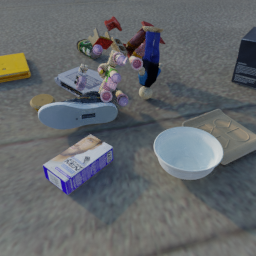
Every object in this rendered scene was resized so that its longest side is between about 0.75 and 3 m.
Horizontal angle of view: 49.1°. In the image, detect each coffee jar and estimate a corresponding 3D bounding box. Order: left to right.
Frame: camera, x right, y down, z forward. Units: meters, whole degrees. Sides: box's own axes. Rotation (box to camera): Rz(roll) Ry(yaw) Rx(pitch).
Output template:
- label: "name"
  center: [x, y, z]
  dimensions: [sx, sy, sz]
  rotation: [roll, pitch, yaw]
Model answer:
- label: "coffee jar"
  center: [-1.799, -3.637, 12.811]
  dimensions: [0.669, 0.548, 1.284]
  rotation: [-26, 45, -28]

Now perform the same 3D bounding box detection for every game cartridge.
- label: "game cartridge"
  center: [-5.082, -2.482, 11.535]
  dimensions: [1.838, 0.338, 2.085]
  rotation: [-14, 37, -17]
- label: "game cartridge"
  center: [-1.551, -1.676, 10.409]
  dimensions: [2.098, 0.429, 1.397]
  rotation: [31, 51, 33]

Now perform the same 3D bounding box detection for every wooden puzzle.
- label: "wooden puzzle"
  center: [2.612, 0.246, 7.926]
  dimensions: [1.588, 0.397, 1.714]
  rotation: [-20, 46, -23]

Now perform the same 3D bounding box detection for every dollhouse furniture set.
- label: "dollhouse furniture set"
  center: [0.009, -3.116, 10.021]
  dimensions: [2.448, 1.317, 0.995]
  rotation: [-6, 62, -48]

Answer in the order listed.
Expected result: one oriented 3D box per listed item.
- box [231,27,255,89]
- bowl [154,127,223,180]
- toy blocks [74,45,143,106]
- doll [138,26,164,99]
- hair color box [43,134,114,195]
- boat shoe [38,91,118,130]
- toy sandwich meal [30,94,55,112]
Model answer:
- label: "box"
  center: [4.829, -2.705, 10.628]
  dimensions: [1.018, 1.733, 1.704]
  rotation: [22, 42, 26]
- label: "bowl"
  center: [1.451, 0.734, 6.959]
  dimensions: [1.646, 0.740, 1.646]
  rotation: [0, 38, 0]
- label: "toy blocks"
  center: [-0.547, -1.525, 8.321]
  dimensions: [1.707, 1.595, 1.437]
  rotation: [16, 21, -19]
- label: "doll"
  center: [0.771, -2.141, 9.477]
  dimensions: [0.573, 2.364, 1.613]
  rotation: [15, 18, 28]
- label: "hair color box"
  center: [-1.199, 0.857, 7.007]
  dimensions: [0.858, 0.508, 1.569]
  rotation: [27, 43, 31]
- label: "boat shoe"
  center: [-1.578, -0.597, 8.649]
  dimensions: [2.366, 0.837, 1.074]
  rotation: [-4, 33, -22]
- label: "toy sandwich meal"
  center: [-2.866, -0.833, 9.394]
  dimensions: [0.902, 0.309, 0.902]
  rotation: [1, 41, -1]
